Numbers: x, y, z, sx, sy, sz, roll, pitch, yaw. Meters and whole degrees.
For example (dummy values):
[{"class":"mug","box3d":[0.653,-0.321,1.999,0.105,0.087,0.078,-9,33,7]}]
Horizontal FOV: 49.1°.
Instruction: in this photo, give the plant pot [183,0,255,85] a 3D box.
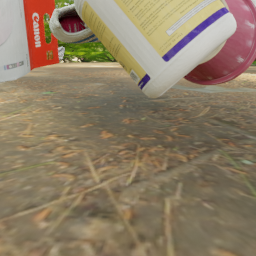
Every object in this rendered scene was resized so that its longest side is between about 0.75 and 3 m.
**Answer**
[{"class":"plant pot","box3d":[1.775,-2.201,6.537,2.407,2.407,2.155,9,13,27]}]

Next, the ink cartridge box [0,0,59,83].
[{"class":"ink cartridge box","box3d":[-2.957,-2.533,7.521,2.835,2.304,0.809,-22,37,-38]}]

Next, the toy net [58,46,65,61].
[{"class":"toy net","box3d":[-2.911,-2.333,9.621,1.145,0.421,2.182,-29,4,30]}]

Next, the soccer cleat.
[{"class":"soccer cleat","box3d":[-0.429,-2.216,5.883,2.395,0.837,1.034,-10,3,-9]}]

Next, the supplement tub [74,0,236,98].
[{"class":"supplement tub","box3d":[0.265,-1.830,4.293,1.706,2.347,1.706,-40,0,0]}]

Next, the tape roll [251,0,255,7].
[{"class":"tape roll","box3d":[2.779,-3.420,8.202,2.059,2.059,0.720,13,6,38]}]
